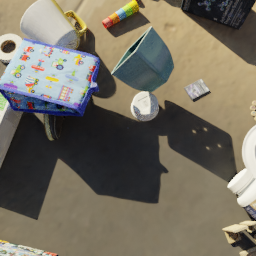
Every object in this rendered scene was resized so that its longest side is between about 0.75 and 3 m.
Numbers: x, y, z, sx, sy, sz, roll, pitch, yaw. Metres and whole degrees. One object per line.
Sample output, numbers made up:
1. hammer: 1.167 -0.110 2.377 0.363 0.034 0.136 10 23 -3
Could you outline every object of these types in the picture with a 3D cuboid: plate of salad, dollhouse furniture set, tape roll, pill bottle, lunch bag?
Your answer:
1. plate of salad: 5.022 0.893 9.702 2.307 0.554 2.307 1 82 -4
2. dollhouse furniture set: 3.848 3.555 8.610 1.175 1.006 1.235 -17 73 -5
3. tape roll: -4.724 -3.179 11.152 1.231 0.225 1.231 0 72 1
4. pill bottle: 4.300 2.345 8.906 1.178 1.178 2.122 -43 77 -12
5. lunch bag: -2.312 -1.577 9.093 2.848 1.340 2.144 10 62 11

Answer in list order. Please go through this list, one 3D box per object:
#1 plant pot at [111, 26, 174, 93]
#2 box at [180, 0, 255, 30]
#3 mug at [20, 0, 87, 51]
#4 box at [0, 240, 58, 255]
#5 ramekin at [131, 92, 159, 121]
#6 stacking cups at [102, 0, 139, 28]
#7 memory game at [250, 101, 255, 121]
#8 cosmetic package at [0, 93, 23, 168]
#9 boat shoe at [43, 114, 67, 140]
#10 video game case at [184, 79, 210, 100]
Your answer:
1. plant pot: 0.642 -2.065 9.248 1.498 1.471 1.467 39 53 -16
2. box: 3.654 -5.385 10.925 2.649 1.966 1.418 23 73 8
3. mug: -2.627 -3.746 10.623 2.173 1.740 1.784 -44 85 -6
4. box: -3.724 3.680 8.032 2.979 2.040 0.594 12 72 3
5. ramekin: 0.630 -0.821 10.258 1.041 0.507 1.041 0 72 0
6. stacking cups: -0.304 -4.617 11.530 1.619 0.490 0.490 -37 76 -6
7. memory game: 5.093 -0.646 10.431 1.087 0.069 1.087 0 72 0
8. cosmetic package: -4.810 0.047 9.634 1.454 1.146 2.702 12 71 7
9. boat shoe: -2.385 -0.945 10.000 0.924 1.044 2.852 0 71 1
10. video game case: 2.625 -1.474 10.692 0.810 0.077 0.578 -28 75 -7
